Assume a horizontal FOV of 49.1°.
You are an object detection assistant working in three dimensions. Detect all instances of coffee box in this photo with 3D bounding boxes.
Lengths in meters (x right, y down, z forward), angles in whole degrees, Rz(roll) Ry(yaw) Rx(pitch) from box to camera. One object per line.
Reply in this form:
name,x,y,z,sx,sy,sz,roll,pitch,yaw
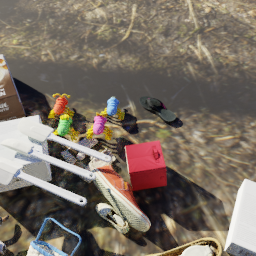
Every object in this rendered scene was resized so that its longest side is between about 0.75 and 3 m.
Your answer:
coffee box,-4.874,-1.394,10.151,1.541,1.074,2.695,-21,51,-18

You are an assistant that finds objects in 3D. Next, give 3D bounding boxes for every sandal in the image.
sandal,1.075,-0.778,10.058,0.611,0.389,1.626,-36,57,-28

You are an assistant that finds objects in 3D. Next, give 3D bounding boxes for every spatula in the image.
spatula,-2.083,0.886,7.359,2.915,0.234,2.027,22,45,8

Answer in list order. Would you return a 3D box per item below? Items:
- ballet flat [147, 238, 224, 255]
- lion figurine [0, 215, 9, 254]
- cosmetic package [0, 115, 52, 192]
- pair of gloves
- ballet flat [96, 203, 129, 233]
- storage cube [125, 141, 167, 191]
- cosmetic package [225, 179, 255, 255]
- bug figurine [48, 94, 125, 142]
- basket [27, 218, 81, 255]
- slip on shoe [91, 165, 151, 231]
ballet flat,0.821,3.106,6.194,2.873,0.906,0.986,-18,50,-15
lion figurine,-3.799,3.116,6.336,1.586,0.938,2.589,-6,34,5
cosmetic package,-3.306,0.745,8.189,1.788,1.102,1.793,-12,51,-11
pair of gloves,-1.200,0.883,8.650,1.247,0.257,1.466,-36,58,-28
ballet flat,-0.399,2.280,7.318,1.123,0.350,0.379,31,55,25
storage cube,0.505,1.082,7.922,1.005,1.118,0.956,-9,49,0
cosmetic package,3.161,2.333,7.047,0.952,0.669,1.878,20,51,17
bug figurine,-1.465,-0.431,9.470,2.688,0.692,2.085,0,42,0
basket,-1.758,2.808,6.454,1.024,0.808,1.161,25,80,20
slip on shoe,-0.142,1.776,7.503,0.699,0.847,2.286,-27,48,-27
